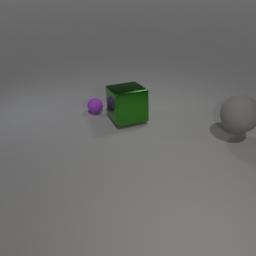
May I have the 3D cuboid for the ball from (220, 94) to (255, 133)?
[{"bbox_3d":[4.094,-0.520,10.231,1.400,1.400,1.400,0,31,0],"label":"ball"}]

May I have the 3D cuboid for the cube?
[{"bbox_3d":[-0.042,-1.037,11.793,1.400,1.400,1.400,-12,27,-18],"label":"cube"}]

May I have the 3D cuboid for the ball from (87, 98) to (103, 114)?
[{"bbox_3d":[-1.465,-0.994,12.497,0.700,0.700,0.700,0,31,0],"label":"ball"}]
